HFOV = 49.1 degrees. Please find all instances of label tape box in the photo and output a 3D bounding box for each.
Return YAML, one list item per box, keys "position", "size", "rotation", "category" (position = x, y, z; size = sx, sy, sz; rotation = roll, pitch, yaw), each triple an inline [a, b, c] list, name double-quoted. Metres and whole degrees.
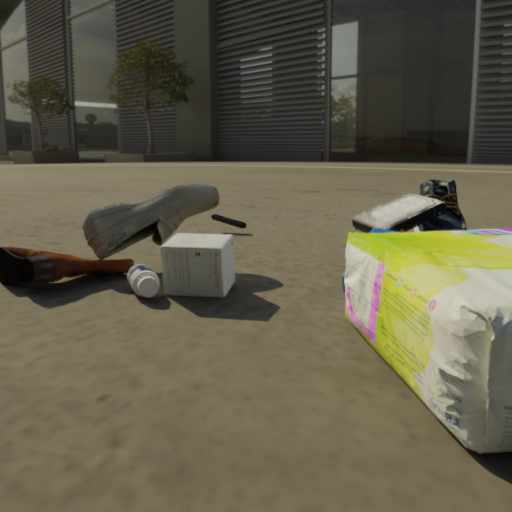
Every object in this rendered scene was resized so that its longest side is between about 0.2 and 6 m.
- position: [1.739, 0.129, 7.596]
  size: [0.767, 0.337, 1.064]
  rotation: [16, 49, 30]
  category: "label tape box"

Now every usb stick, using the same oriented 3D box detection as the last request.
- position: [-0.631, -0.793, 12.855]
  size: [0.877, 0.143, 0.243]
  rotation: [19, 17, 25]
  category: "usb stick"

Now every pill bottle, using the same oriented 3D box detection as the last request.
- position: [-1.551, 0.361, 7.762]
  size: [0.374, 0.374, 0.674]
  rotation: [-5, 13, -21]
  category: "pill bottle"

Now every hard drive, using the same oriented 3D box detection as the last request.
- position: [2.790, -0.800, 11.023]
  size: [1.515, 0.287, 1.058]
  rotation: [-24, 25, -18]
  category: "hard drive"

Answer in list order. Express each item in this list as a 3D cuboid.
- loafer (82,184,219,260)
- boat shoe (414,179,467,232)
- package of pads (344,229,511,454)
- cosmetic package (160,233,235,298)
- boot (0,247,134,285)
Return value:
- position: [-1.655, -0.571, 9.351]
  size: [2.366, 0.826, 0.827]
  rotation: [-20, -14, -19]
  category: "loafer"
- position: [3.792, -0.910, 11.589]
  size: [0.984, 1.262, 2.780]
  rotation: [1, 12, 5]
  category: "boat shoe"
- position: [2.374, 0.491, 5.290]
  size: [2.587, 1.142, 3.349]
  rotation: [-2, 12, -8]
  category: "package of pads"
- position: [-0.800, 0.119, 7.893]
  size: [0.870, 0.728, 0.724]
  rotation: [1, 17, 11]
  category: "cosmetic package"
- position: [-3.011, 0.084, 8.722]
  size: [1.576, 0.573, 1.674]
  rotation: [-3, 2, 42]
  category: "boot"
